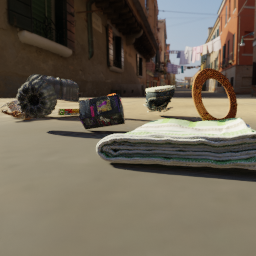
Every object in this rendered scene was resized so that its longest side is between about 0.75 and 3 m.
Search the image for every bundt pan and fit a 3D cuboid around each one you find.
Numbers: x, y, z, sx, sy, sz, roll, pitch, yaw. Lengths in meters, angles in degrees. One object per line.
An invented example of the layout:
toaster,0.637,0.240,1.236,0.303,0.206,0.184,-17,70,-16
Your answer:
bundt pan,-2.877,-1.550,10.767,2.184,0.820,2.184,9,5,-1
bundt pan,-2.237,-0.688,6.760,0.987,0.987,0.370,1,15,4

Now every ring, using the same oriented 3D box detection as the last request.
ring,1.962,-0.661,6.156,1.399,1.399,0.134,-5,-8,-32

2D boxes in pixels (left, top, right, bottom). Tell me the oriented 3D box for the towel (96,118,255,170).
towel,0.960,0.062,4.595,2.122,0.437,2.844,1,8,17

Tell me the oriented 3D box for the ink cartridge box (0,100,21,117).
ink cartridge box,-3.909,-0.809,10.398,1.404,0.474,0.818,-23,4,-40

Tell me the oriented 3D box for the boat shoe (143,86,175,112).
boat shoe,1.058,-0.990,9.983,1.058,0.874,2.827,-1,2,-5

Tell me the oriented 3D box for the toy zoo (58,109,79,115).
toy zoo,-2.165,-0.601,10.553,0.893,0.091,0.586,-2,-13,-17

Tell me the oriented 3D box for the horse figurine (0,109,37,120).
horse figurine,-3.425,-0.451,9.199,0.781,0.294,1.178,-6,-5,31

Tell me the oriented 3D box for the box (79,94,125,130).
box,-0.615,-0.375,6.663,0.993,0.527,0.607,-8,-26,4

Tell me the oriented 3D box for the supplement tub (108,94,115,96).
supplement tub,-0.493,-0.778,9.858,0.478,0.781,0.478,-13,21,5
